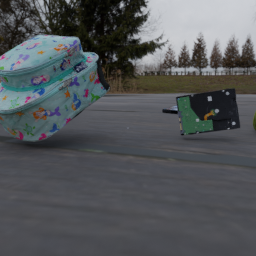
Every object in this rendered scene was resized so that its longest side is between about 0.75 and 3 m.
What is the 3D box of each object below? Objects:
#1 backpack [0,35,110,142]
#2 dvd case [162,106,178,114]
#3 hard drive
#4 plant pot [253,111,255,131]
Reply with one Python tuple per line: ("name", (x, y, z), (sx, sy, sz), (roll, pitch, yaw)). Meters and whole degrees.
("backpack", (-1.580, -0.764, 5.219), (1.785, 1.513, 2.010), (19, 57, 38))
("dvd case", (2.561, -0.752, 11.404), (1.394, 0.171, 1.954), (-16, 17, -36))
("hard drive", (1.598, -0.315, 5.658), (1.168, 0.816, 0.221), (-9, 0, 8))
("plant pot", (3.428, -0.199, 6.388), (0.801, 0.801, 0.761), (-6, 20, -37))
